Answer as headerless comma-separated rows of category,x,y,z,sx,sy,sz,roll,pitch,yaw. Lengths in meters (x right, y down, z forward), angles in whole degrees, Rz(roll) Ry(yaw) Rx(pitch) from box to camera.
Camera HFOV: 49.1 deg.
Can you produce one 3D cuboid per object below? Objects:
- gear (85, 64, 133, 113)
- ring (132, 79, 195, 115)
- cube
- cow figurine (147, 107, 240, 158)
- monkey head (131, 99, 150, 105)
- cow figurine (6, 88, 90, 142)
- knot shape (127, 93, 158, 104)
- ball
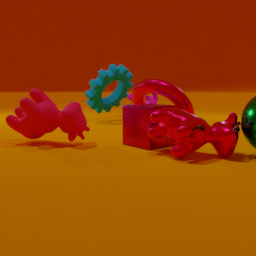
gear,-0.621,-1.329,9.669,1.809,1.809,0.335,-9,46,-48
ring,0.790,-0.453,6.465,1.585,1.585,0.317,7,48,42
cube,0.434,-0.059,5.614,0.797,0.797,0.797,-7,10,-40
cow figurine,1.174,0.027,4.789,1.322,0.738,1.344,-17,38,-34
monkey head,0.434,-0.648,9.386,0.650,1.079,0.777,-18,8,-4
cow figurine,-1.594,-0.124,5.745,1.431,1.408,0.785,-37,18,32
knot shape,0.689,-1.036,11.337,1.345,1.259,0.621,-10,-31,-14
ball,2.354,-0.092,4.452,1.050,1.050,1.050,0,8,0
